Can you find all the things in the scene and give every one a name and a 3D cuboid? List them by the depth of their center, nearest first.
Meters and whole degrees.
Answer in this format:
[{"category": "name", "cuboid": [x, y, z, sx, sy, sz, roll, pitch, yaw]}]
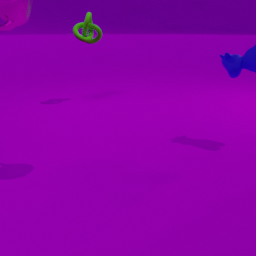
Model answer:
[{"category": "teapot", "cuboid": [-2.209, -2.374, 5.227, 0.738, 1.507, 0.937, 12, -7, -15]}, {"category": "cow figurine", "cuboid": [2.948, -1.703, 6.690, 1.237, 1.258, 0.690, 38, 8, 27]}, {"category": "knot shape", "cuboid": [-1.445, -3.606, 10.497, 0.539, 1.167, 1.092, 16, -15, 37]}]
